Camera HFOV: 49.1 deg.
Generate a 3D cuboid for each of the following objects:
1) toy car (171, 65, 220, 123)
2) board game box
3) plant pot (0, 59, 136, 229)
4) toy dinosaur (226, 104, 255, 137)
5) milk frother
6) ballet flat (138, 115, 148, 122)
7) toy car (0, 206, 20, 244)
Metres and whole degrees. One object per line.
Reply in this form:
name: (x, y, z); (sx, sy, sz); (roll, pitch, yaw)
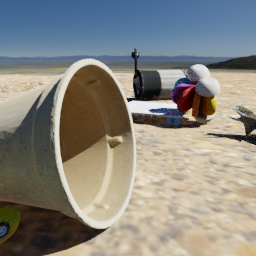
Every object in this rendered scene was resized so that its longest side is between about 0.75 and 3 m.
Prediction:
toy car: (2.291, -1.152, 9.997); (1.475, 1.722, 1.967); (-11, 43, -5)
board game box: (1.019, -0.671, 11.253); (2.752, 0.356, 2.751); (6, 15, 21)
plant pot: (-1.316, 0.304, 4.514); (2.204, 2.407, 2.407); (-6, 12, 23)
toy dinosaur: (4.369, 0.064, 7.827); (1.456, 1.095, 2.846); (-22, 30, -28)
milk frother: (1.581, -3.036, 15.594); (2.632, 2.798, 2.525); (-4, 11, -17)
ballet flat: (0.591, -0.460, 10.655); (0.303, 0.300, 0.891); (2, 15, 12)
toy car: (-2.372, 1.525, 2.856); (2.140, 0.477, 2.014); (-2, 15, -6)
